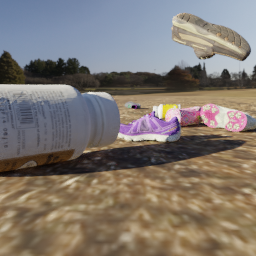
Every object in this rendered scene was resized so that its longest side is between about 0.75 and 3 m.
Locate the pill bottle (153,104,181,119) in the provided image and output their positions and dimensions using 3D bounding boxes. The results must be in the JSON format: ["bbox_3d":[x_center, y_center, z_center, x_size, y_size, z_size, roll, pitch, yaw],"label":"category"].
[{"bbox_3d":[1.542,-0.642,11.087,1.072,0.596,0.596,1,8,9],"label":"pill bottle"}]

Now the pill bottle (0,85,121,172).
[{"bbox_3d":[-1.285,-0.060,4.492,2.203,1.260,1.260,-7,10,-37],"label":"pill bottle"}]

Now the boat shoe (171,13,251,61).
[{"bbox_3d":[2.538,-2.720,8.846,2.672,0.979,0.995,36,50,23],"label":"boat shoe"}]

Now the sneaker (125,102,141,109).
[{"bbox_3d":[0.193,-1.350,16.883,1.137,0.423,0.498,6,15,35],"label":"sneaker"}]

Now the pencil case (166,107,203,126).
[{"bbox_3d":[1.892,-0.391,9.117,1.482,0.648,0.648,-8,11,-41],"label":"pencil case"}]

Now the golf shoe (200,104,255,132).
[{"bbox_3d":[2.995,-0.272,8.466,0.864,0.711,1.888,5,13,-28],"label":"golf shoe"}]

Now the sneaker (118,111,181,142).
[{"bbox_3d":[0.406,-0.062,6.589,1.651,0.689,0.666,0,8,7],"label":"sneaker"}]
